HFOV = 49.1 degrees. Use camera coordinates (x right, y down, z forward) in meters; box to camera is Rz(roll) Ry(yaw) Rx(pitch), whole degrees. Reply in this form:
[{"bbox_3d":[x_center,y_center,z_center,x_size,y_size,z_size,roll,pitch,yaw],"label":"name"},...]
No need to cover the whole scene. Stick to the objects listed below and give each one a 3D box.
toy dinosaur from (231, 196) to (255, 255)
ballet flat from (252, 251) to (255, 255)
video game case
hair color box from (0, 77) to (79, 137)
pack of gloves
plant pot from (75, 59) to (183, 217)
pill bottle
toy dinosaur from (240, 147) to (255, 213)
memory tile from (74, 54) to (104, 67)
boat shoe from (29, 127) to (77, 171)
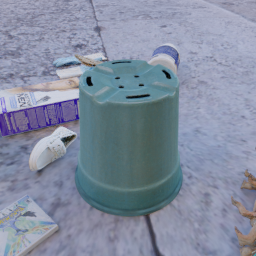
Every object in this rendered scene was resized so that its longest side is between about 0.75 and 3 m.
[{"bbox_3d":[2.708,1.829,5.083,1.422,0.901,2.098,-11,7,20],"label":"toy dinosaur"},{"bbox_3d":[2.954,2.921,4.130,0.874,0.808,2.590,-45,48,-11],"label":"ballet flat"},{"bbox_3d":[-2.348,2.103,5.766,1.237,0.149,1.357,28,44,34],"label":"video game case"},{"bbox_3d":[-2.793,-0.773,9.183,2.853,0.925,1.559,-13,37,-21],"label":"hair color box"},{"bbox_3d":[-2.077,-3.057,12.752,2.576,0.508,2.164,-14,39,-20],"label":"pack of gloves"},{"bbox_3d":[0.028,0.064,6.448,2.766,2.709,2.766,0,36,0],"label":"plant pot"},{"bbox_3d":[1.510,-2.717,11.635,1.227,1.227,2.212,8,36,12],"label":"pill bottle"},{"bbox_3d":[3.449,1.220,6.514,1.302,0.825,1.921,21,46,17],"label":"toy dinosaur"},{"bbox_3d":[-1.119,-2.497,11.138,1.884,0.158,1.444,9,20,-33],"label":"memory tile"},{"bbox_3d":[-1.964,0.536,7.570,0.613,0.626,1.768,12,36,16],"label":"boat shoe"}]
